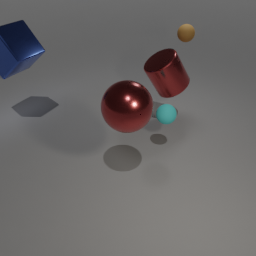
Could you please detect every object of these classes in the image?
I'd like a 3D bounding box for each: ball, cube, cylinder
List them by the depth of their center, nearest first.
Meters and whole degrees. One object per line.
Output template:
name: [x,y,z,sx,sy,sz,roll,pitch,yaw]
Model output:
ball: [-0.025,-0.566,7.454,1.400,1.400,1.400,0,32,0]
ball: [1.319,-0.476,9.649,0.700,0.700,0.700,0,32,0]
cube: [-4.304,-2.931,10.492,1.400,1.400,1.400,-26,14,40]
cylinder: [1.539,-2.156,11.083,1.400,1.400,1.400,-23,38,20]
ball: [2.339,-3.820,11.283,0.700,0.700,0.700,0,32,0]
